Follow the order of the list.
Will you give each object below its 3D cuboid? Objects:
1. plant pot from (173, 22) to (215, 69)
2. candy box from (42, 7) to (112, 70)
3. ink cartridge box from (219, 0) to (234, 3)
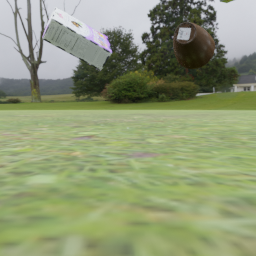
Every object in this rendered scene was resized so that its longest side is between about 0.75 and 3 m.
[{"bbox_3d":[2.562,-3.547,11.569,1.753,1.753,1.875,2,-4,25],"label":"plant pot"},{"bbox_3d":[-1.915,-3.441,10.711,2.392,0.856,2.007,25,27,-23],"label":"candy box"},{"bbox_3d":[3.080,-3.344,6.656,1.434,0.443,1.768,-6,9,37],"label":"ink cartridge box"}]
